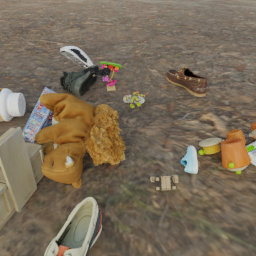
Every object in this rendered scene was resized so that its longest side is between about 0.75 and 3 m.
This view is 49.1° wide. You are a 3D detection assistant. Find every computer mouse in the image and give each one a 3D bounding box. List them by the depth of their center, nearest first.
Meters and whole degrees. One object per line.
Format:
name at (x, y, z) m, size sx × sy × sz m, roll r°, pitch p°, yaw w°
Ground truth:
computer mouse at (-1.642, -2.589, 10.643) m, size 1.090 × 1.988 × 0.436 m, roll 12°, pitch 75°, yaw 49°

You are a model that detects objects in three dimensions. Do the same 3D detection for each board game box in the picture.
board game box at (-2.712, -0.518, 9.542) m, size 0.535 × 1.734 × 1.735 m, roll 28°, pitch 14°, yaw 4°

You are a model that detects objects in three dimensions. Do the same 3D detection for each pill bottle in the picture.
pill bottle at (-5.273, -0.891, 10.845) m, size 2.326 × 1.270 × 1.270 m, roll -1°, pitch 34°, yaw -1°

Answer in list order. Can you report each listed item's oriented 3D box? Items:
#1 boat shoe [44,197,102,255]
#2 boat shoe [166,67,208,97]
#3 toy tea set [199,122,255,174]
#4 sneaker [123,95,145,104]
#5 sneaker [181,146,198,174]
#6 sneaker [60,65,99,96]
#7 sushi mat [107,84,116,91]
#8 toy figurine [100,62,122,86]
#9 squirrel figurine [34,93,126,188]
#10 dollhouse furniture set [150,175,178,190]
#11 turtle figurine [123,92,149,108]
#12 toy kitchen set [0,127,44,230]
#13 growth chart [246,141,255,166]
boat shoe at (-1.281, 2.668, 5.953) m, size 0.944 × 0.830 × 2.652 m, roll 13°, pitch 37°, yaw 16°
boat shoe at (2.827, -2.443, 13.495) m, size 0.941 × 0.940 × 2.673 m, roll -22°, pitch 38°, yaw -26°
toy tea set at (3.843, 0.635, 9.110) m, size 2.878 × 1.065 × 1.711 m, roll -18°, pitch 8°, yaw -16°
sneaker at (0.280, -1.298, 12.324) m, size 0.946 × 0.361 × 0.381 m, roll 10°, pitch 26°, yaw 11°
sneaker at (1.910, 0.950, 8.867) m, size 0.475 × 0.429 × 1.160 m, roll 6°, pitch 34°, yaw 0°
sneaker at (-2.363, -2.485, 13.525) m, size 1.413 × 0.943 × 2.466 m, roll 17°, pitch 42°, yaw 13°
sushi mat at (-0.822, -1.980, 13.578) m, size 0.395 × 0.050 × 0.825 m, roll -4°, pitch 34°, yaw -5°
toy figurine at (-0.902, -2.556, 13.478) m, size 1.122 × 1.033 × 0.842 m, roll 10°, pitch -2°, yaw -24°
squirrel figurine at (-1.388, 0.428, 8.356) m, size 2.693 × 1.906 × 2.514 m, roll -2°, pitch 45°, yaw -4°
dollhouse furniture set at (1.041, 1.575, 8.088) m, size 0.768 × 0.398 × 0.340 m, roll -3°, pitch -6°, yaw -4°
turtle figurine at (0.337, -1.240, 11.600) m, size 1.077 × 0.347 × 0.868 m, roll -6°, pitch 43°, yaw 3°
toy kitchen set at (-3.881, 0.986, 7.302) m, size 2.328 × 2.105 × 2.581 m, roll 10°, pitch 35°, yaw 14°
growth chart at (4.692, 1.055, 8.913) m, size 1.542 × 0.189 × 2.131 m, roll -25°, pitch 42°, yaw -31°
